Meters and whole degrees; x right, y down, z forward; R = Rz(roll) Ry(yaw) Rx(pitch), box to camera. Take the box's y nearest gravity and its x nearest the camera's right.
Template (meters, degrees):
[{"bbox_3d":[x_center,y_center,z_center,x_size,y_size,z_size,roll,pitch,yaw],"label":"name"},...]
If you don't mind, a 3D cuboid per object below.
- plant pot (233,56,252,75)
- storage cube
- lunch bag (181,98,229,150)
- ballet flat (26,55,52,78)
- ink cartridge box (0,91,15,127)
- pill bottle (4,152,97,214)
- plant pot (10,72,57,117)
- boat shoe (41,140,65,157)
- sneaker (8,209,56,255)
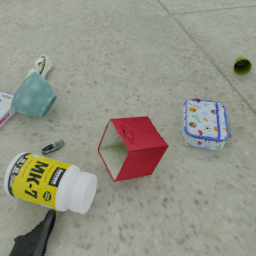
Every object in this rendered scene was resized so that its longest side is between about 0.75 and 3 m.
[{"bbox_3d":[5.271,-2.964,12.995,0.803,0.803,0.773,10,36,9],"label":"plant pot"},{"bbox_3d":[0.109,0.632,8.865,1.487,1.654,1.414,-5,46,-32],"label":"storage cube"},{"bbox_3d":[2.865,-0.214,10.372,1.708,0.805,2.131,8,49,5],"label":"lunch bag"},{"bbox_3d":[-4.091,-2.500,12.515,0.820,0.820,2.284,6,48,6],"label":"ballet flat"},{"bbox_3d":[-5.299,-0.478,10.847,1.152,0.451,2.433,17,52,16],"label":"ink cartridge box"},{"bbox_3d":[-2.220,1.630,8.247,2.389,1.365,1.365,13,48,12],"label":"pill bottle"},{"bbox_3d":[-3.497,-1.130,10.789,1.150,1.716,1.716,33,50,-6],"label":"plant pot"},{"bbox_3d":[-2.642,0.676,9.875,0.914,0.282,0.333,-32,55,-26],"label":"boat shoe"},{"bbox_3d":[-2.634,2.995,7.547,0.938,0.540,1.799,9,51,2],"label":"sneaker"}]
